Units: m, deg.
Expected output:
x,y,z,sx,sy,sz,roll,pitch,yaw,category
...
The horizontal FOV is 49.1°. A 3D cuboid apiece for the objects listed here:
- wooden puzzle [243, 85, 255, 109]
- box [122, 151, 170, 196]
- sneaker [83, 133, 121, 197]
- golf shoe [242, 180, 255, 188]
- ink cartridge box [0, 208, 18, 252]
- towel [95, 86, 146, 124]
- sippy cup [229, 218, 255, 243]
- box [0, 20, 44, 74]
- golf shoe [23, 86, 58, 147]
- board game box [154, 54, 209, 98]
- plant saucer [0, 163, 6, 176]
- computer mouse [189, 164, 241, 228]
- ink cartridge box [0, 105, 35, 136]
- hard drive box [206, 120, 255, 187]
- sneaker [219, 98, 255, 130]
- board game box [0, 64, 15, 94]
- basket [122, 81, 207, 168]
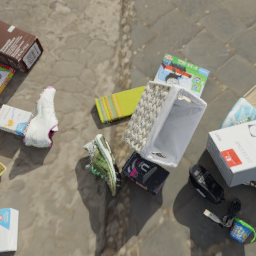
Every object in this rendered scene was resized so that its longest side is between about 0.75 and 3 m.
x,y,z,sx,sy,sz,roll,pitch,yaw,category
5.621,-1.097,11.572,1.329,0.332,1.435,-39,78,-13,wooden puzzle
0.630,1.637,10.218,1.515,0.804,0.926,33,73,11,box
-0.986,1.459,10.373,1.087,0.943,2.453,-24,65,6,sneaker
4.629,1.877,10.202,1.574,0.693,0.607,30,72,12,golf shoe
-5.037,3.545,9.478,2.348,0.783,1.360,-5,69,-2,ink cartridge box
-0.022,-1.003,11.598,2.547,0.230,1.096,-16,75,-7,towel
3.838,3.546,9.597,0.634,0.680,0.866,-56,33,-7,sippy cup
-5.353,-3.694,12.188,2.895,1.085,1.450,24,71,11,box
-3.197,-0.399,11.065,1.160,0.955,2.535,17,74,-7,golf shoe
1.969,-1.538,11.500,2.006,0.485,2.651,23,74,2,board game box
-5.579,1.683,10.428,1.619,0.392,1.619,36,74,13,plant saucer
2.806,2.440,9.859,2.312,0.532,1.623,43,44,8,computer mouse
-4.652,-0.329,11.140,1.560,0.529,0.898,16,69,6,ink cartridge box
4.410,0.827,10.160,2.454,0.942,1.912,-15,48,-6,hard drive box
4.472,-0.219,10.987,1.228,0.748,1.882,37,74,15,sneaker
-6.022,-1.651,11.768,1.317,0.413,2.758,21,67,7,board game box
1.216,-0.184,9.868,1.609,1.768,2.608,31,97,49,basket
